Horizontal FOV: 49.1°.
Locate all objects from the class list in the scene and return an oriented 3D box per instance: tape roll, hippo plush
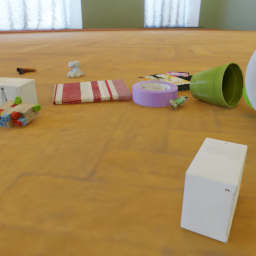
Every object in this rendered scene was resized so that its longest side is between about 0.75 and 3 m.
[{"bbox_3d":[0.891,-1.156,9.284,1.472,0.483,1.472,1,25,0],"label":"tape roll"},{"bbox_3d":[-2.334,-2.656,12.580,0.849,0.683,0.677,-8,24,-18],"label":"hippo plush"}]

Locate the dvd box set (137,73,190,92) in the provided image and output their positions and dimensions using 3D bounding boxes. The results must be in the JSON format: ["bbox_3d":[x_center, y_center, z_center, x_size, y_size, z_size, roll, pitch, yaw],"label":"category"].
[{"bbox_3d":[1.405,-1.776,11.017,1.407,0.283,1.923,-12,26,-24],"label":"dvd box set"}]

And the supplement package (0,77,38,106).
[{"bbox_3d":[-3.648,-1.043,8.602,1.422,0.831,0.834,5,24,13],"label":"supplement package"}]

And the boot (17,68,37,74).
[{"bbox_3d":[-4.802,-2.725,13.413,0.860,0.294,0.809,-6,15,-32],"label":"boot"}]

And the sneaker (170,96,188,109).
[{"bbox_3d":[1.582,-0.835,8.581,0.355,0.308,0.801,-34,0,45],"label":"sneaker"}]

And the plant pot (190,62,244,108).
[{"bbox_3d":[2.760,-1.355,8.968,1.366,1.366,1.315,-20,18,-38],"label":"plant pot"}]

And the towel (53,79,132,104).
[{"bbox_3d":[-1.276,-1.259,9.848,2.565,0.292,1.848,-5,26,-8],"label":"towel"}]

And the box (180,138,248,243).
[{"bbox_3d":[1.276,0.826,4.085,0.643,0.920,1.209,12,25,25],"label":"box"}]

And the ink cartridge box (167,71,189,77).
[{"bbox_3d":[2.129,-2.410,12.649,1.160,0.215,0.549,7,24,22],"label":"ink cartridge box"}]

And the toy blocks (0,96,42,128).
[{"bbox_3d":[-3.053,-0.349,7.430,1.281,0.640,0.876,9,36,23],"label":"toy blocks"}]

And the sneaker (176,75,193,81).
[{"bbox_3d":[2.312,-2.045,11.742,0.889,0.312,0.365,-4,6,-15],"label":"sneaker"}]

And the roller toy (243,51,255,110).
[{"bbox_3d":[4.380,-1.321,6.892,2.588,2.837,1.983,27,33,24],"label":"roller toy"}]
